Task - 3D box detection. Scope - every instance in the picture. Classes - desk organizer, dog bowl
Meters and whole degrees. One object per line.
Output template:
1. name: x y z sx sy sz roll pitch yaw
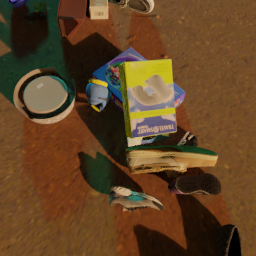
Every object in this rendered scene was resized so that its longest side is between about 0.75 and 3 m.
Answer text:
1. desk organizer: -2.230 -5.246 11.881 1.104 1.028 2.866 2 64 -2
2. dog bowl: -2.904 -1.117 10.033 2.172 0.637 2.172 0 63 0

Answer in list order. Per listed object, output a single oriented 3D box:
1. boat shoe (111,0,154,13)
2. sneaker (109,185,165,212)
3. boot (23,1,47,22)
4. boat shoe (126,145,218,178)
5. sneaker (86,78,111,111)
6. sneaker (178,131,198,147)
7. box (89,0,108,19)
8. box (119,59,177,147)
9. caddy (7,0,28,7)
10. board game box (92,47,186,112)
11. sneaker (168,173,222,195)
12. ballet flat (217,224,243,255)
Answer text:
1. boat shoe: -0.215 -5.477 11.735 2.697 0.972 0.957 23 55 -10
2. sneaker: 0.248 2.221 8.348 1.705 0.630 0.676 11 70 13
3. boot: -4.051 -5.162 12.198 0.995 0.362 1.057 -10 63 -5
4. boat shoe: 1.331 1.063 8.727 2.806 1.038 0.931 1 97 14
5. sneaker: -0.963 -0.927 8.854 0.711 2.156 0.845 10 88 0
6. sneaker: 1.985 0.602 9.326 0.569 0.372 1.017 32 67 16
7. box: -1.262 -5.399 12.131 0.785 0.669 1.228 -2 63 -2
8. box: 0.609 -0.725 8.282 1.495 0.584 2.452 -9 98 -18
9. caddy: -4.868 -5.768 12.347 0.910 0.643 0.478 -32 74 -15
10. board game box: 0.361 -1.459 10.192 1.925 0.641 2.863 -39 70 -17
11. sneaker: 2.040 1.758 8.644 1.743 0.763 0.660 9 68 -24
12. ballet flat: 2.865 3.776 7.566 0.748 0.639 2.250 2 63 -14
